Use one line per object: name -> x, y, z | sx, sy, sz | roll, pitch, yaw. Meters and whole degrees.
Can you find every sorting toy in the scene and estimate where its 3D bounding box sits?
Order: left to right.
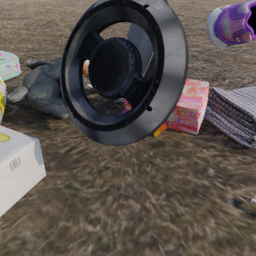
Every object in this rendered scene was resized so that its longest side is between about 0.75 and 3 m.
sorting toy -> 0.416, -0.094, 8.797 | 1.622, 0.563, 0.559 | 16, 59, 20

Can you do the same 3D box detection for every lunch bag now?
lunch bag -> -6.232, -2.725, 12.423 | 2.490, 0.960, 1.997 | 18, 39, 27

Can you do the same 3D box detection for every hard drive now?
hard drive -> 0.500, -2.256, 6.805 | 0.417, 1.768, 2.534 | 9, 46, -16

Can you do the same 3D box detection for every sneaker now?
sneaker -> 2.930, -2.283, 5.711 | 2.500, 1.006, 1.105 | -20, 13, -14

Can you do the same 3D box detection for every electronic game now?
electronic game -> -0.241, -1.111, 5.270 | 2.896, 2.896, 0.603 | 24, 13, 33

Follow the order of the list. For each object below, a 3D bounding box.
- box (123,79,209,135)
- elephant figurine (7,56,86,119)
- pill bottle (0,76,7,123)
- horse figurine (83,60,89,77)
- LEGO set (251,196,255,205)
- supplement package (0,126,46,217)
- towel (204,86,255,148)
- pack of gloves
box -> 1.187, -0.845, 8.849 | 2.442, 1.253, 1.156 | 15, 57, 21
elephant figurine -> -2.795, -1.549, 10.048 | 2.098, 2.300, 2.965 | -53, 33, -1
pill bottle -> -4.786, -0.972, 9.087 | 1.527, 1.527, 2.727 | -8, 32, -13
horse figurine -> -1.746, -3.051, 12.865 | 1.650, 0.621, 2.490 | -2, 55, 17
LEGO set -> 3.175, 1.717, 5.871 | 1.063, 0.405, 0.436 | 15, 32, 33
supplement package -> -3.094, 0.874, 6.429 | 1.620, 1.191, 1.549 | 16, 36, 22
towel -> 3.903, -0.522, 8.772 | 2.108, 1.090, 2.546 | -12, 34, -20
pack of gloves -> -0.255, -1.443, 11.075 | 2.165, 0.427, 1.819 | -17, 30, -37
